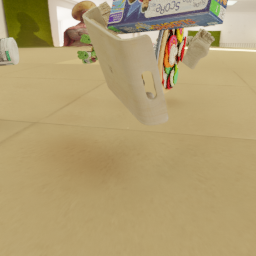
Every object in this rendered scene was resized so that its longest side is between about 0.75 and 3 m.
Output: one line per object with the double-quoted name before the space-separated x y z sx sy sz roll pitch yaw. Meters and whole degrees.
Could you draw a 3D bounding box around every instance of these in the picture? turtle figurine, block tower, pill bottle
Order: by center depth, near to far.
"pill bottle" -4.042 -2.214 8.286 1.396 0.790 0.790 -6 20 -5
"turtle figurine" -1.241 -2.482 8.575 1.014 1.409 1.366 -40 0 17
"block tower" -0.714 -4.289 11.015 0.517 0.554 1.915 -26 48 -1

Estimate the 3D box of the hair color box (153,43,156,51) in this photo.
"hair color box" 1.233 -2.799 10.351 1.030 0.515 0.312 9 -24 3

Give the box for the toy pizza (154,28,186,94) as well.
"toy pizza" 0.941 -1.583 5.798 0.301 1.897 1.897 14 23 18

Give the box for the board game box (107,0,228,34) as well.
"board game box" 0.611 -2.377 4.511 0.387 1.519 2.244 10 5 -43

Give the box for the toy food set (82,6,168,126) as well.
"toy food set" -0.033 -1.432 6.021 0.788 1.872 2.608 -28 40 -11

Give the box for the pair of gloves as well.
"pair of gloves" 2.201 -3.407 10.941 2.078 1.767 0.364 42 55 3
